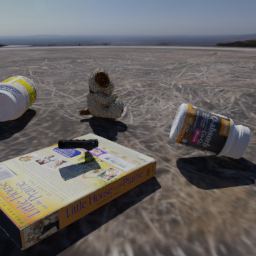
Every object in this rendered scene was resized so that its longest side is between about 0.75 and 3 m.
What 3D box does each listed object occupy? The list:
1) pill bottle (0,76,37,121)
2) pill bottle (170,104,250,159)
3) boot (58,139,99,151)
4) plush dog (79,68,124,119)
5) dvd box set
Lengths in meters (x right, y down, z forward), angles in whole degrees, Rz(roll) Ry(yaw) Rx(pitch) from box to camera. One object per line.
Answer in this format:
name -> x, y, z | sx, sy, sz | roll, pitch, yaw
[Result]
pill bottle -> -4.032, -1.014, 9.673 | 1.268, 1.268, 2.255 | -1, 19, -3
pill bottle -> 1.915, 0.104, 6.648 | 1.667, 0.970, 0.970 | 18, 22, 2
boot -> -1.063, 0.358, 5.719 | 0.758, 0.249, 0.624 | -5, -12, -29
plush dog -> -0.948, -1.231, 9.525 | 1.483, 1.588, 1.849 | -3, 17, -9
dvd box set -> -1.207, 0.933, 5.538 | 2.191, 0.440, 2.994 | 18, 26, 40
